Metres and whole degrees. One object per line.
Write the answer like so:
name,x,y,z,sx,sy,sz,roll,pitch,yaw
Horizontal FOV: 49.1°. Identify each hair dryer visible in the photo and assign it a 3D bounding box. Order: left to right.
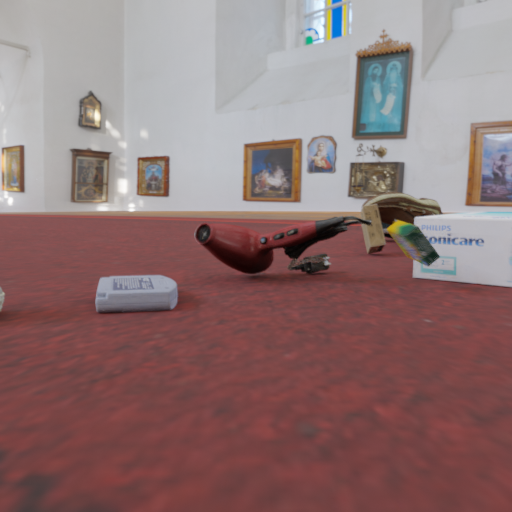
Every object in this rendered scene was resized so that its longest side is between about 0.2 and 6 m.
hair dryer,0.238,-0.268,7.334,2.168,0.589,1.651,-3,-27,-19

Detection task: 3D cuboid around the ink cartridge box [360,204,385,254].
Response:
ink cartridge box,2.213,-0.506,10.676,0.305,0.812,0.669,-11,-11,5

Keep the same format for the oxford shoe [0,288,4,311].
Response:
oxford shoe,-3.557,0.251,4.761,2.585,0.746,0.972,-4,10,-17

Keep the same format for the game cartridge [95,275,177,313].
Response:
game cartridge,-1.250,0.387,5.913,0.817,0.251,1.228,-5,7,-13

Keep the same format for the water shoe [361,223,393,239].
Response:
water shoe,3.784,-0.757,13.706,2.447,0.875,0.966,17,0,42

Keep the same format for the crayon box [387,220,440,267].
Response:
crayon box,1.784,-0.161,6.473,0.186,0.453,0.721,-39,11,2

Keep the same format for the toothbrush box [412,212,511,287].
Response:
toothbrush box,3.353,-0.160,7.876,1.522,0.887,2.080,5,8,40

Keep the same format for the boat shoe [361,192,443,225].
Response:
boat shoe,3.252,-0.873,12.084,2.017,0.746,0.745,0,-34,-22
